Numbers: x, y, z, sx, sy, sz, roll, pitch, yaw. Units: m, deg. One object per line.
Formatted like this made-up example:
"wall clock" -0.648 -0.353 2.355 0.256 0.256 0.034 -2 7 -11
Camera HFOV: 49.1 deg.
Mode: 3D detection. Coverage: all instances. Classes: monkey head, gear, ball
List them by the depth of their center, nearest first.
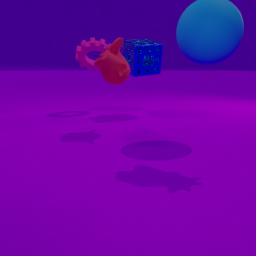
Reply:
"ball" 1.691 -2.005 5.851 1.341 1.341 1.341 0 13 0
"monkey head" -0.261 -1.585 6.842 0.868 1.037 1.441 39 2 -11
"gear" -1.154 -2.582 10.017 1.406 0.260 1.406 -1 -31 -1

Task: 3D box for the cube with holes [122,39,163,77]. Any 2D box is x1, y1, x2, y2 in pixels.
"cube with holes" 0.449 -2.339 9.249 0.977 0.977 0.977 -10 30 -22
